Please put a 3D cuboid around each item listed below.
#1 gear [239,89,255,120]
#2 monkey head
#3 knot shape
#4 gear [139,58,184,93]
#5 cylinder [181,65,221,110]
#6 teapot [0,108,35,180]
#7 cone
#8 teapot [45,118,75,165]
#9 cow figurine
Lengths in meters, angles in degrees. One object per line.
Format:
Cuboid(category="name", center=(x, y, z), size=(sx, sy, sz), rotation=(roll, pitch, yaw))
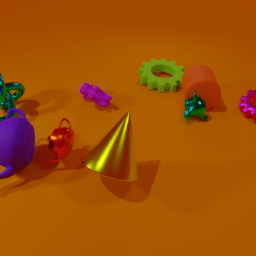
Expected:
Cuboid(category="gear", center=(3.946, -0.777, 8.130), size=(1.339, 0.248, 1.339), rotation=(-24, 31, 16))
Cuboid(category="monkey head", center=(1.900, -0.537, 7.942), size=(0.619, 1.028, 0.739), rotation=(-12, 33, 34))
Cuboid(category="knot shape", center=(-3.588, -0.793, 7.945), size=(0.721, 1.560, 1.460), rotation=(8, 69, 8))
Cuboid(category="gear", center=(1.204, -1.856, 9.747), size=(1.614, 0.299, 1.614), rotation=(2, 45, -2))
Cuboid(category="cylinder", center=(2.194, -1.234, 8.518), size=(1.036, 1.036, 1.036), rotation=(2, 38, 2))
Cuboid(category="teapot", center=(-2.711, 0.410, 6.409), size=(0.969, 1.231, 1.980), rotation=(3, 63, -6))
Cuboid(category="cone", center=(-0.177, 0.253, 5.917), size=(1.299, 1.304, 1.299), rotation=(18, 6, -2))
Cuboid(category="teapot", center=(-1.604, 0.346, 6.552), size=(0.586, 0.744, 1.197), rotation=(15, 80, 1))
Cuboid(category="cow figurine", center=(-0.997, -1.005, 8.648), size=(1.020, 0.560, 1.004), rotation=(34, -4, -11))
